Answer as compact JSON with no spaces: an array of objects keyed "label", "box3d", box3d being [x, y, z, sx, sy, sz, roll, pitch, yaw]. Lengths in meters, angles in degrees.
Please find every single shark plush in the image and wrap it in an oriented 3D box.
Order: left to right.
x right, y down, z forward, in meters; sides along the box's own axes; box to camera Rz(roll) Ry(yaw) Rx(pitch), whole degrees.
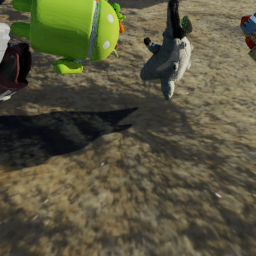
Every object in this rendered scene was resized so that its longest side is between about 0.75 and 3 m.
[{"label":"shark plush","box3d":[0.506,-1.089,4.215,0.743,1.783,0.810,30,82,12]}]

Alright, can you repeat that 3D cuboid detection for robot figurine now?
[{"label":"robot figurine","box3d":[-1.418,-2.505,6.882,2.634,2.311,1.524,8,17,-13]}]

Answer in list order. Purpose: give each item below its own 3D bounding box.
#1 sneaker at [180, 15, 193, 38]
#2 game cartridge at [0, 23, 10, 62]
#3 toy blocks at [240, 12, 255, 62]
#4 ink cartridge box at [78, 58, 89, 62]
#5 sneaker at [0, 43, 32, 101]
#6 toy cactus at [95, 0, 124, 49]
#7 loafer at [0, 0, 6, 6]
[{"label":"sneaker","box3d":[1.618,-3.097,8.944,0.596,0.546,1.399,-5,41,46]},{"label":"game cartridge","box3d":[-3.572,-1.106,5.816,0.508,2.511,1.674,41,28,6]},{"label":"toy blocks","box3d":[4.173,-2.706,8.316,1.889,1.381,2.764,47,48,2]},{"label":"ink cartridge box","box3d":[-1.605,-2.985,8.507,1.121,1.744,1.092,-25,69,-9]},{"label":"sneaker","box3d":[-3.094,-2.076,6.733,1.526,2.641,0.999,-14,16,28]},{"label":"toy cactus","box3d":[-1.141,-4.072,9.763,2.048,2.482,1.269,22,48,38]},{"label":"loafer","box3d":[-3.669,-3.411,7.678,0.966,0.347,0.304,-31,36,14]}]
